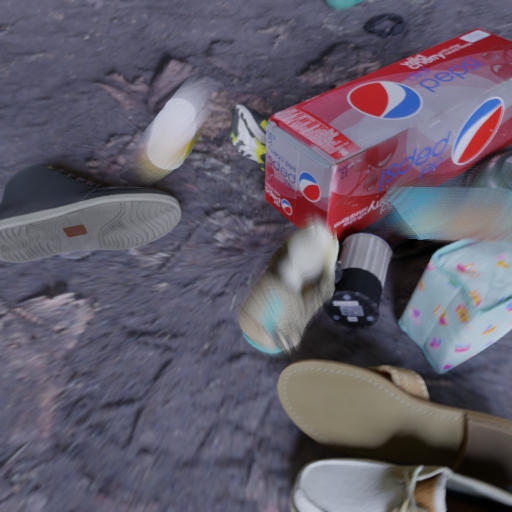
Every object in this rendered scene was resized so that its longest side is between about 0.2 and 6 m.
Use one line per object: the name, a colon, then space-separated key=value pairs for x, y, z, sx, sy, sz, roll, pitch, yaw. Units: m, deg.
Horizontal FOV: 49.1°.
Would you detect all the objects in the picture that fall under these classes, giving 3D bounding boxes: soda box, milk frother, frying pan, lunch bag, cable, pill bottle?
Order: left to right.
pill bottle: x=-1.133 y=-1.654 z=7.601 sx=0.538 sy=0.968 sz=0.538 roll=9 pitch=61 yaw=-17
milk frother: x=1.161 y=0.109 z=7.145 sx=1.062 sy=1.177 sz=1.107 roll=11 pitch=47 yaw=13
cable: x=3.017 y=-5.379 z=13.091 sx=0.863 sy=0.269 sz=1.058 roll=24 pitch=53 yaw=28
soda box: x=2.381 y=-1.979 z=8.811 sx=4.680 sy=1.638 sz=1.484 roll=-28 pitch=52 yaw=-24
lunch bag: x=2.740 y=0.402 z=6.640 sx=1.725 sy=1.469 sz=1.052 roll=-23 pitch=58 yaw=-20
frying pan: x=3.721 y=-0.936 z=8.623 sx=3.901 sy=0.635 sz=2.360 roll=1 pitch=46 yaw=-4

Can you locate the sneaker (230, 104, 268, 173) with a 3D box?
sneaker: x=0.226 y=-1.945 z=9.560 sx=0.809 sy=0.712 sz=1.913 roll=-15 pitch=52 yaw=-30

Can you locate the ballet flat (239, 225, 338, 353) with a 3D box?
ballet flat: x=0.415 y=0.139 z=5.043 sx=0.692 sy=0.768 sz=2.039 roll=27 pitch=23 yaw=7

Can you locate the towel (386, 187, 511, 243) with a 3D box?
towel: x=1.956 y=-0.357 z=5.411 sx=1.073 sy=1.464 sz=0.159 roll=4 pitch=78 yaw=28

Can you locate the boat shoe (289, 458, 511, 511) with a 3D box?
boat shoe: x=1.556 y=2.337 z=5.223 sx=2.473 sy=0.846 sz=0.924 roll=9 pitch=47 yaw=8

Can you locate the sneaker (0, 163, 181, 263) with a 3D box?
sneaker: x=-2.487 y=-0.853 z=8.161 sx=2.680 sy=1.002 sz=1.424 roll=-8 pitch=49 yaw=-6

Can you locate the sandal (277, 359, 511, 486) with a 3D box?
sandal: x=1.548 y=1.660 z=6.087 sx=2.665 sy=0.977 sz=0.876 roll=17 pitch=17 yaw=6

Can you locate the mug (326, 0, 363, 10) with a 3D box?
mug: x=2.180 y=-6.454 z=13.828 sx=0.829 sy=0.624 sz=1.009 roll=-32 pitch=54 yaw=-27
